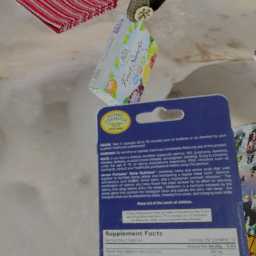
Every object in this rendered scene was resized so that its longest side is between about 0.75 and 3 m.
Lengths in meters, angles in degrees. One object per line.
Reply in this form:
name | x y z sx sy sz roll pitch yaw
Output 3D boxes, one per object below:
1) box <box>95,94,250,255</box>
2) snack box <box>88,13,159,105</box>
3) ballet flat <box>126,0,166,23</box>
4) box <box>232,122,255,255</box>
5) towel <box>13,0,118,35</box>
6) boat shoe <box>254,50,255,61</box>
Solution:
box | 0.411 0.895 2.848 1.447 0.387 2.389 -5 79 12
snack box | -0.025 -1.374 6.218 0.487 1.308 1.840 11 75 36
ballet flat | 0.727 -2.475 4.746 1.859 0.626 0.431 -42 73 14
box | 1.645 0.827 3.607 0.530 2.660 1.821 18 81 -4
towel | -1.682 -3.595 7.680 1.905 0.296 2.634 38 50 8
boat shoe | 3.460 -2.032 6.135 0.564 1.612 0.534 -44 103 -35
